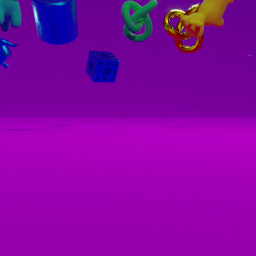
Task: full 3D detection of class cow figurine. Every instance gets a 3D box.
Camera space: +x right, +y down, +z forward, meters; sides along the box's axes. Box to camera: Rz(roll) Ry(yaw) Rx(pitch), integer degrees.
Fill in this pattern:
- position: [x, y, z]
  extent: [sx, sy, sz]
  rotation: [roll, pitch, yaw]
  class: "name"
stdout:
- position: [2.254, -3.351, 8.077]
  extent: [1.471, 1.495, 0.820]
  rotation: [-6, 37, -44]
  class: "cow figurine"
- position: [-2.516, -2.662, 5.722]
  extent: [0.657, 1.178, 1.197]
  rotation: [-4, 8, -43]
  class: "cow figurine"

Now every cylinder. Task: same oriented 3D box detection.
- position: [-2.070, -3.243, 8.074]
  extent: [1.213, 1.213, 1.213]
  rotation: [0, -41, -5]
  class: "cylinder"

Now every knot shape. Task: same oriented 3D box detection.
- position: [0.337, -3.432, 9.128]
  extent: [1.474, 1.380, 0.681]
  rotation: [-33, 58, -29]
  class: "knot shape"
- position: [2.157, -3.506, 10.163]
  extent: [1.739, 1.627, 0.803]
  rotation: [-14, 23, 0]
  class: "knot shape"

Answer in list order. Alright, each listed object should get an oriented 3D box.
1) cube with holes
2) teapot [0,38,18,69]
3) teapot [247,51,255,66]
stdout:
- position: [-0.994, -2.366, 10.804]
  extent: [0.909, 0.909, 0.909]
  rotation: [-4, 37, -30]
  class: "cube with holes"
- position: [-3.942, -2.163, 8.397]
  extent: [1.784, 0.874, 1.109]
  rotation: [-33, 25, 31]
  class: "teapot"
- position: [4.502, -2.065, 8.952]
  extent: [1.032, 0.812, 1.659]
  rotation: [-4, 48, -35]
  class: "teapot"
